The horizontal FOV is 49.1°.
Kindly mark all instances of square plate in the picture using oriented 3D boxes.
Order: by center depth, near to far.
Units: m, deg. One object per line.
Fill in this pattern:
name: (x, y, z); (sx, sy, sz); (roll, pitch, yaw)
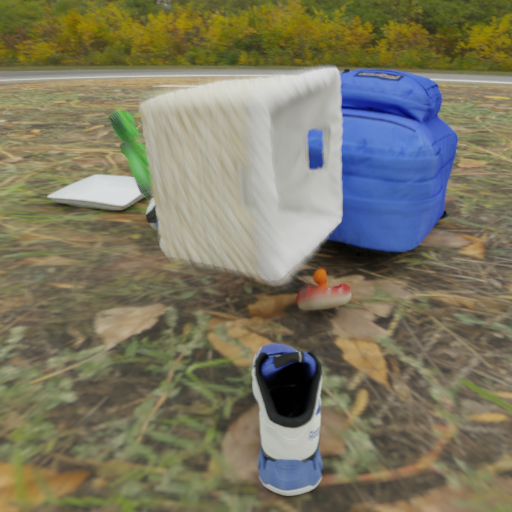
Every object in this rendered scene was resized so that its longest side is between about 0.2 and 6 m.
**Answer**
square plate: (-4.007, -1.716, 15.238); (2.295, 0.330, 2.317); (7, 24, 17)

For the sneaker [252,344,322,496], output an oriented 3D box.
sneaker: (0.413, 1.512, 6.637); (0.902, 1.289, 2.232); (1, 24, -2)

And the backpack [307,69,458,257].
backpack: (2.256, -2.038, 11.908); (3.461, 3.574, 4.260); (10, 26, 24)

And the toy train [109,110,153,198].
toy train: (-2.452, -2.051, 11.262); (0.389, 1.864, 0.526); (-22, -2, 18)

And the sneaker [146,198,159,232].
sneaker: (-2.120, -1.109, 13.300); (1.142, 0.987, 2.634); (0, 14, 16)

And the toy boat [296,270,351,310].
toy boat: (1.109, 0.539, 9.272); (0.965, 0.631, 0.630); (2, -15, -37)

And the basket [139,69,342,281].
basket: (-0.059, -1.451, 8.997); (2.209, 2.722, 2.746); (9, 27, 29)
